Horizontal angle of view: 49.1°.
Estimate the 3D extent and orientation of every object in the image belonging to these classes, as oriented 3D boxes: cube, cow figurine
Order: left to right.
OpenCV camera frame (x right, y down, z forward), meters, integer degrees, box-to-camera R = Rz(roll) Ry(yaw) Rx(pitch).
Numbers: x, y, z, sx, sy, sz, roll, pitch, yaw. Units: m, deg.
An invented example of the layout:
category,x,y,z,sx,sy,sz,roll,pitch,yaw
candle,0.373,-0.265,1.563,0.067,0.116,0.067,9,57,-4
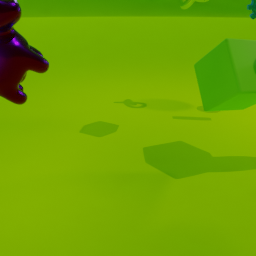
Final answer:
category,x,y,z,sx,sy,sz,roll,pitch,yaw
cow figurine,-1.766,-1.092,3.841,1.312,1.333,0.732,29,12,-41
cube,2.367,-1.116,6.162,1.186,1.186,1.186,-4,-14,-22

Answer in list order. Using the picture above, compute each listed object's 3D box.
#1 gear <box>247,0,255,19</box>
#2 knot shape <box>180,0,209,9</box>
category,x,y,z,sx,sy,sz,roll,pitch,yaw
gear,4.010,-3.535,7.911,1.157,1.157,0.214,4,28,8
knot shape,2.187,-4.486,9.116,1.174,1.255,0.580,32,45,32
